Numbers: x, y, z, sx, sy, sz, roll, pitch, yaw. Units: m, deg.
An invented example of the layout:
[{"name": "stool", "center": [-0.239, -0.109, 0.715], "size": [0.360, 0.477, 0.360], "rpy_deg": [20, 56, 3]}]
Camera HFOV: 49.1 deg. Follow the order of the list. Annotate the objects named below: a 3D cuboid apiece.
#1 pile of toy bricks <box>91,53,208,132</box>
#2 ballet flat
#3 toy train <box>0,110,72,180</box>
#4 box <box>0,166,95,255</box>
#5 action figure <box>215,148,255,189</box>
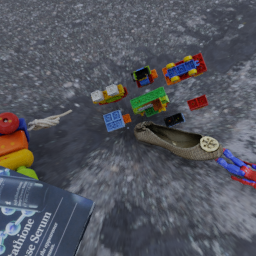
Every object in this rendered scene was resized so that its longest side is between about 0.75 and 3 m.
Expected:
[{"name": "pile of toy bricks", "center": [0.679, -0.706, 7.229], "size": [2.898, 1.431, 1.608], "rpy_deg": [-19, 84, 16]}, {"name": "ballet flat", "center": [1.117, 0.232, 6.634], "size": [2.239, 0.519, 0.754], "rpy_deg": [15, 39, 32]}, {"name": "toy train", "center": [-2.374, 0.627, 6.222], "size": [2.978, 1.261, 1.723], "rpy_deg": [-20, 62, -20]}, {"name": "box", "center": [-1.954, 1.661, 4.142], "size": [2.403, 1.287, 1.784], "rpy_deg": [20, 54, 0]}, {"name": "action figure", "center": [2.553, 0.926, 6.327], "size": [1.700, 0.439, 0.556], "rpy_deg": [33, 68, 33]}]
